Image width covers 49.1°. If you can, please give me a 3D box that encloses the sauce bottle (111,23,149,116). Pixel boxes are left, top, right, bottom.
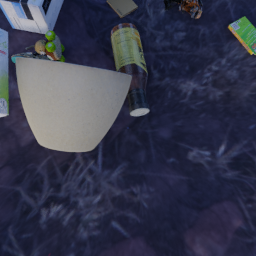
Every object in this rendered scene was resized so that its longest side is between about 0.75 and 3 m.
[{"bbox_3d":[0.107,-1.811,8.708,0.970,0.970,2.940,-9,74,-3],"label":"sauce bottle"}]

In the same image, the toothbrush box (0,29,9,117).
[{"bbox_3d":[-3.816,-1.434,6.627,0.976,1.651,2.268,-10,78,26],"label":"toothbrush box"}]

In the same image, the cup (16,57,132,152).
[{"bbox_3d":[-1.527,-0.571,7.523,2.979,2.979,2.131,10,98,3],"label":"cup"}]

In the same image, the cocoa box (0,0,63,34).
[{"bbox_3d":[-3.091,-4.496,9.285,1.434,1.457,2.185,11,72,4],"label":"cocoa box"}]

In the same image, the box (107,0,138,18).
[{"bbox_3d":[-0.205,-4.424,9.991,0.745,0.097,0.912,-35,75,-11],"label":"box"}]

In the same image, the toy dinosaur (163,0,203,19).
[{"bbox_3d":[1.933,-4.598,9.807,1.244,0.936,1.833,-11,53,-19],"label":"toy dinosaur"}]

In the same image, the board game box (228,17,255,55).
[{"bbox_3d":[4.116,-3.103,9.507,0.676,0.212,1.414,-30,72,-8],"label":"board game box"}]

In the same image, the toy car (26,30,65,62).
[{"bbox_3d":[-2.694,-2.508,9.005,1.058,0.869,0.835,-9,70,8],"label":"toy car"}]

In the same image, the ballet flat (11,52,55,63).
[{"bbox_3d":[-3.021,-2.200,9.114,1.396,0.474,0.526,13,54,-3],"label":"ballet flat"}]
